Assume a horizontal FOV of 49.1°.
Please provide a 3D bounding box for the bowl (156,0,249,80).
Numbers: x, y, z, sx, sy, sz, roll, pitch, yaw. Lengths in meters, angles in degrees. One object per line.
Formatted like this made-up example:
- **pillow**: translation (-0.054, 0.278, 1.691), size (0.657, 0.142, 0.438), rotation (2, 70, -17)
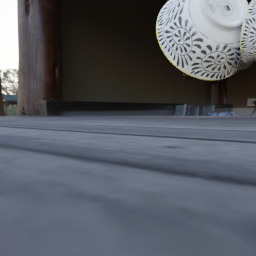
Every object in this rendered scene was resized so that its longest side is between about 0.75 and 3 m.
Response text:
- **bowl**: translation (2.413, -3.007, 7.863), size (2.997, 2.997, 1.406), rotation (-1, -16, -11)

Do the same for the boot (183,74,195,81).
- **boot**: translation (2.221, -1.921, 9.673), size (0.651, 0.283, 0.782), rotation (-20, -26, 8)

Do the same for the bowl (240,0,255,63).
- **bowl**: translation (3.615, -2.488, 7.238), size (0.794, 1.692, 1.692), rotation (17, 13, 36)
